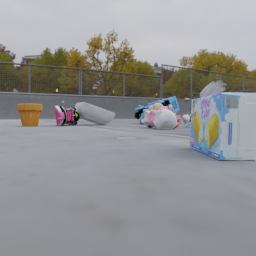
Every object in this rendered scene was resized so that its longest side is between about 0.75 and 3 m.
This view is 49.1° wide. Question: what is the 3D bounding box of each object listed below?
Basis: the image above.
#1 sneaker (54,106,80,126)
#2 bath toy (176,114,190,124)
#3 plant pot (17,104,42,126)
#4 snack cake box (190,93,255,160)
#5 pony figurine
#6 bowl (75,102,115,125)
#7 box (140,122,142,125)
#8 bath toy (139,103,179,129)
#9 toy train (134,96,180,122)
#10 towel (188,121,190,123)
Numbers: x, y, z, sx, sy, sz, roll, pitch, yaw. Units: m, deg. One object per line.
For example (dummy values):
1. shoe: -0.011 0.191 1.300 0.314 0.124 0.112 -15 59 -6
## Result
1. sneaker: -2.794 -0.575 13.016 1.089 0.919 2.490 -7 -1 -12
2. bath toy: 2.890 -0.522 16.877 1.629 0.602 0.709 -2 47 -4
3. plant pot: -4.268 -0.555 12.189 1.044 0.955 1.044 0 1 0
4. snack cake box: 1.010 -0.039 3.125 0.374 0.641 1.114 0 2 -1
5. pony figurine: 3.142 -0.654 10.659 1.968 1.697 2.038 -34 -6 20
6. bowl: -1.762 -0.670 14.202 1.853 0.693 1.856 20 -6 -25
7. box: 1.516 -0.345 15.070 1.330 0.333 1.340 2 3 26
8. bath toy: 1.139 -0.377 9.863 0.836 0.984 2.262 22 2 -14
9. toy train: 1.650 -1.046 16.561 2.709 1.174 1.548 -12 9 43
10. towel: 4.254 -0.270 14.991 1.687 0.192 1.215 1 0 -31
